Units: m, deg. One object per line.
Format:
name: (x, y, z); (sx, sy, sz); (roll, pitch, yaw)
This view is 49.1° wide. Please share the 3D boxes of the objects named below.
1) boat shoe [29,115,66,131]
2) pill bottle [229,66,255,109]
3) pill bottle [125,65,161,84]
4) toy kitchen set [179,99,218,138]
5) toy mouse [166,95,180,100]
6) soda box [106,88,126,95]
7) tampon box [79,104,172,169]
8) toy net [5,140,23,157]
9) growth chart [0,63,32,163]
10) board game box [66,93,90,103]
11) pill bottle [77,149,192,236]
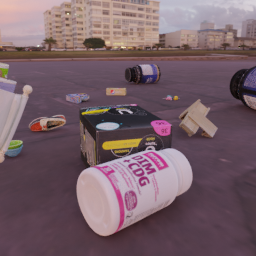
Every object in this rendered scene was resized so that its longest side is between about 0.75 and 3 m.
boat shoe: (-2.116, -0.097, 7.361); (0.972, 0.346, 0.304); (-14, 31, -10)
pill bottle: (4.780, -1.301, 9.435); (1.561, 1.561, 2.790); (-5, 17, -16)
pill bottle: (0.875, -3.265, 17.002); (2.007, 1.123, 1.123); (-8, 18, -24)
toy kitchen set: (1.713, -0.012, 7.265); (0.983, 0.802, 0.887); (-50, 2, -34)
toy mouse: (1.789, -1.294, 11.948); (0.667, 0.145, 0.750); (8, 18, 24)
soda box: (-0.540, -1.692, 13.030); (0.910, 0.308, 0.291); (2, 16, 8)
tampon box: (-0.137, 0.253, 4.990); (1.223, 1.030, 1.632); (-6, 17, -19)
toy net: (-2.791, 0.525, 5.409); (0.754, 0.278, 1.438); (11, 20, 34)
growth chart: (-2.079, -0.336, 3.505); (0.183, 1.491, 2.060); (25, -1, 28)
board game box: (-2.011, -1.208, 11.446); (0.841, 0.259, 0.840); (-8, 19, -26)
pill bottle: (0.133, 0.745, 3.670); (1.423, 0.807, 0.807); (-13, 21, -38)
